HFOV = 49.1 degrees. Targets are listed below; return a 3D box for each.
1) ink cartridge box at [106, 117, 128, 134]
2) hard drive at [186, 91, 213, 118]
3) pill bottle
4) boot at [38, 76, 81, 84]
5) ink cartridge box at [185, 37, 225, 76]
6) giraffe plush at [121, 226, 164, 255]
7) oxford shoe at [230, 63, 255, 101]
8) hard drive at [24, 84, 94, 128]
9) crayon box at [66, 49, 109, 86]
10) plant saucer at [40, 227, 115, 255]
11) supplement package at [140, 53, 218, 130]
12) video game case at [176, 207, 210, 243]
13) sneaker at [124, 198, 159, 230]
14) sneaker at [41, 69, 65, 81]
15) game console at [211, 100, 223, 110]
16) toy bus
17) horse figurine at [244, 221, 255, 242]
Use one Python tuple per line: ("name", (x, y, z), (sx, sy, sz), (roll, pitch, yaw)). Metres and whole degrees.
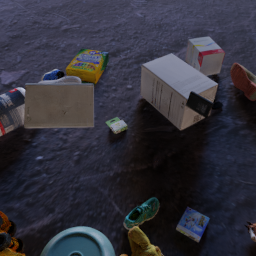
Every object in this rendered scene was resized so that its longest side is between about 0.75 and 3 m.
("ink cartridge box", (-0.479, -0.161, 11.428), (0.600, 0.198, 0.825), (-25, 52, -22))
("hard drive", (2.290, -0.762, 9.043), (0.819, 0.572, 0.135), (36, 45, 26))
("pill bottle", (-4.478, -0.802, 11.206), (2.345, 1.402, 1.402), (-34, 55, -29))
("boot", (-3.122, -1.686, 12.631), (2.059, 0.757, 0.984), (-10, 53, 1))
("ink cartridge box", (3.798, -3.598, 14.027), (1.223, 1.229, 1.692), (-12, 47, -11))
("giraffe plush", (0.240, 3.477, 7.285), (1.158, 1.232, 1.428), (-40, 40, -18))
("oxford shoe", (5.612, -2.134, 13.014), (0.889, 0.853, 2.409), (-3, 52, -21))
("hard drive", (-2.404, -0.796, 9.917), (2.372, 0.312, 1.564), (-1, 80, -6))
("crayon box", (-2.032, -3.004, 13.883), (1.520, 0.624, 2.418), (11, 47, 10))
("plant saucer", (-1.412, 3.640, 7.590), (2.174, 0.391, 2.174), (0, 46, 0))
("supplement package", (2.009, -1.589, 11.755), (1.703, 1.682, 2.809), (-26, 51, -23))
("video game case", (1.960, 2.894, 8.452), (0.741, 0.186, 0.818), (25, 51, 21))
("sneaker", (0.447, 2.570, 8.520), (1.360, 0.542, 0.527), (-32, 54, -28))
("sneaker", (-3.551, -2.426, 13.432), (0.668, 0.461, 1.200), (16, 41, 27))
("game console", (3.739, -1.150, 12.439), (0.544, 0.111, 0.923), (-21, 49, -19))
("toy bus", (-3.783, 3.226, 7.657), (1.447, 1.023, 1.507), (-37, 58, -14))
("horse figurine", (4.769, 3.399, 7.504), (2.751, 0.687, 1.823), (-3, 29, 8))
